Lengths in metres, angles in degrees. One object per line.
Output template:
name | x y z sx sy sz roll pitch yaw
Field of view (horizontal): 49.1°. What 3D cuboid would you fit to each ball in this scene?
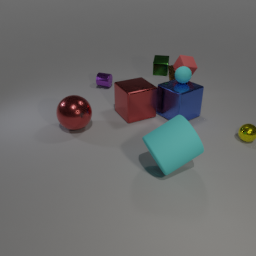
ball | 2.327 -2.244 11.816 0.700 0.700 0.700 0 31 0
ball | -2.130 -0.609 11.128 1.400 1.400 1.400 0 31 0
ball | 4.516 0.178 10.524 0.700 0.700 0.700 0 31 0

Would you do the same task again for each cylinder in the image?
cylinder | -1.262 -2.575 14.946 0.700 0.700 0.700 11 33 14
cylinder | 1.387 0.525 8.728 1.400 1.400 1.400 -32 36 -1

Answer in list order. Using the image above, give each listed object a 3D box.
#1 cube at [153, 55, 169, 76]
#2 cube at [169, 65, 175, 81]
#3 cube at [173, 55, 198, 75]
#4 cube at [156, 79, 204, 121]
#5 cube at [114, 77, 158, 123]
cube | 1.567 -2.956 13.265 0.700 0.700 0.700 6 47 9
cube | 2.406 -2.659 13.945 0.700 0.700 0.700 -4 51 13
cube | 2.537 -2.722 12.458 0.700 0.700 0.700 2 57 -23
cube | 2.214 -1.198 12.104 1.400 1.400 1.400 -20 35 -31
cube | 0.318 -1.241 12.206 1.400 1.400 1.400 -15 34 -23
